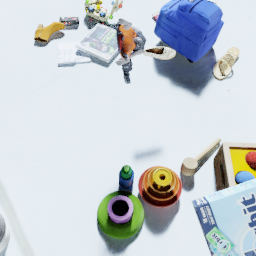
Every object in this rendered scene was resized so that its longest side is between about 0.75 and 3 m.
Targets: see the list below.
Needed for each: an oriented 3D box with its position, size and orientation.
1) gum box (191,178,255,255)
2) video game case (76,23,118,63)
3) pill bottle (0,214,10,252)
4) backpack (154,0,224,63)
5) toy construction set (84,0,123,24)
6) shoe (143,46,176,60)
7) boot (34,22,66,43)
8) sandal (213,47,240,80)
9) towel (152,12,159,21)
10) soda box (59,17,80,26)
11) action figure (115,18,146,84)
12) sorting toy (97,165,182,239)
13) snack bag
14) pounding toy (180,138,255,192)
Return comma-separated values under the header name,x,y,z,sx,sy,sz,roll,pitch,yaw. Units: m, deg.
name,x,y,z,sx,sy,sz,roll,pitch,yaw
gum box,3.267,2.558,7.332,2.561,0.571,2.176,-20,93,1
video game case,-1.112,-3.877,12.614,1.715,0.220,1.886,27,59,13
pill bottle,-3.948,2.598,7.235,1.268,2.242,1.268,0,57,0
backpack,2.555,-4.492,11.934,2.544,2.134,2.067,36,52,18
toy construction set,-1.260,-5.839,13.613,2.103,0.969,1.379,20,58,26
shoe,1.035,-2.461,9.153,1.109,0.296,0.388,2,91,-7
boot,-3.606,-4.375,12.921,1.383,0.487,0.990,-1,62,4
sandal,4.211,-2.953,11.817,0.743,0.667,2.028,30,62,18
towel,2.014,-5.229,13.613,1.109,0.175,1.540,-25,60,-15
soda box,-2.819,-5.136,13.473,0.929,0.294,0.329,-1,57,-1
action figure,0.142,-2.122,7.711,0.964,1.842,1.782,-4,18,15
sorting toy,0.286,1.898,8.333,2.863,1.175,1.720,-30,62,-18
snack bag,-2.370,-3.358,12.390,1.472,0.158,1.388,-5,56,-3
pounding toy,3.216,1.132,8.728,2.969,1.358,2.608,2,57,1
